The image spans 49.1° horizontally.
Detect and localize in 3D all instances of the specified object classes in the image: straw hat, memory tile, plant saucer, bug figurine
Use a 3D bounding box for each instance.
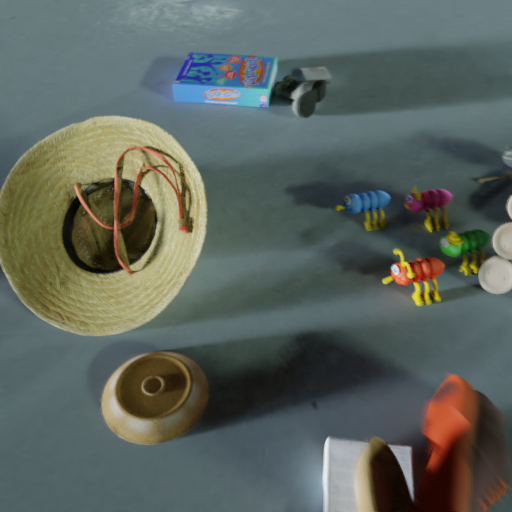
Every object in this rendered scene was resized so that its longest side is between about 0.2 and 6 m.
[{"bbox_3d":[-2.290,-0.475,9.299,3.528,3.528,1.493,8,4,8],"label":"straw hat"},{"bbox_3d":[4.945,0.062,8.813,2.374,1.820,0.199,22,14,20],"label":"memory tile"},{"bbox_3d":[1.398,2.734,6.149,0.246,1.389,1.389,-22,38,25],"label":"plant saucer"},{"bbox_3d":[-1.427,1.884,7.853,1.505,0.267,1.505,0,45,0],"label":"plant saucer"},{"bbox_3d":[2.815,-0.477,9.949,2.177,0.722,2.807,-13,45,-13],"label":"bug figurine"}]

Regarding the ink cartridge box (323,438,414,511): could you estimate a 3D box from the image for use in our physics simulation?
[{"bbox_3d":[1.364,2.965,6.822,1.088,0.336,1.341,5,62,4],"label":"ink cartridge box"}]

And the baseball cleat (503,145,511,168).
[{"bbox_3d":[6.172,-1.662,11.098,0.875,1.335,2.509,-35,24,-26],"label":"baseball cleat"}]

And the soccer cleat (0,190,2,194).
[{"bbox_3d":[-4.732,-0.356,9.934,1.056,0.816,2.525,39,50,5],"label":"soccer cleat"}]

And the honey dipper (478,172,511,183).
[{"bbox_3d":[5.000,-1.612,11.537,0.914,0.174,0.174,-10,45,-5],"label":"honey dipper"}]

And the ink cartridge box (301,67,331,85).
[{"bbox_3d":[1.558,-4.712,14.709,0.679,0.210,0.838,-6,37,-5],"label":"ink cartridge box"}]

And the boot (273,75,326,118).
[{"bbox_3d":[0.914,-3.884,13.634,1.168,0.606,1.789,13,38,20],"label":"boot"}]

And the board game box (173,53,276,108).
[{"bbox_3d":[-0.742,-4.492,14.199,2.362,0.531,1.796,5,44,5],"label":"board game box"}]

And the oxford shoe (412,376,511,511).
[{"bbox_3d":[2.520,2.634,6.513,0.979,0.961,2.700,30,45,0],"label":"oxford shoe"}]
